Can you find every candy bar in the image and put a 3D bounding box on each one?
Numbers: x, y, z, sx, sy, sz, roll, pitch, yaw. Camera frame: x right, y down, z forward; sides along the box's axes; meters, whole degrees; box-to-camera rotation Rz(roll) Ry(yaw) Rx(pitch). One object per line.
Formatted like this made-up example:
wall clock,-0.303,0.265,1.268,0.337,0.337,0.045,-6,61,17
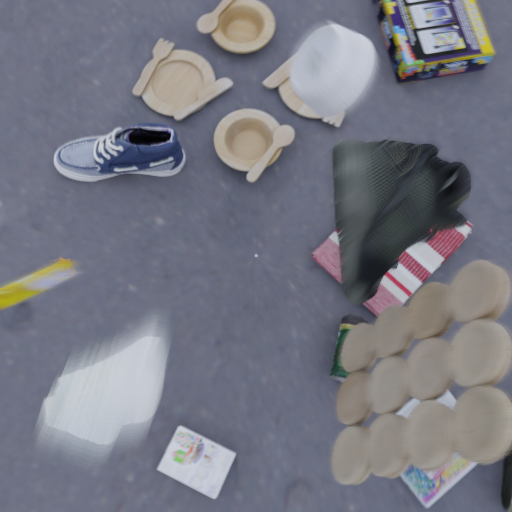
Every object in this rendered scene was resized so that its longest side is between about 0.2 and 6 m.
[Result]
candy bar,-2.336,0.327,5.620,1.106,0.276,0.123,-25,50,-1

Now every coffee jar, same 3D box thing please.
coffee jar,1.605,1.586,9.570,0.483,0.591,1.133,10,74,15

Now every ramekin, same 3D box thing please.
ramekin,0.841,-2.198,6.558,0.483,1.036,1.036,20,70,-35

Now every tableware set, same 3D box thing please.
tableware set,-0.187,-3.481,11.156,4.045,0.469,3.379,39,77,10

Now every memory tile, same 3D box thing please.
memory tile,1.895,1.504,6.840,0.251,2.992,2.293,21,57,-18

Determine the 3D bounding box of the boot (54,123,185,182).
boot,-2.610,-2.014,10.369,2.494,1.127,0.907,-4,73,-1

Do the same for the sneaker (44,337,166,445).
sneaker,-1.815,1.645,6.630,0.928,2.317,0.815,19,45,-30

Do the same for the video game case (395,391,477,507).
video game case,2.925,3.094,9.340,1.540,0.182,1.402,-36,77,-11

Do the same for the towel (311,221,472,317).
towel,2.509,-0.240,10.301,2.515,0.286,1.811,-43,76,-13

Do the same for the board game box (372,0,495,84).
board game box,3.557,-4.765,11.459,1.867,0.640,2.259,-9,74,-5

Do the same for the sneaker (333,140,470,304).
sneaker,1.908,-0.326,7.501,1.716,2.995,1.145,-3,50,6

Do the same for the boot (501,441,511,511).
boot,5.234,3.373,8.911,2.336,0.847,2.123,8,87,10

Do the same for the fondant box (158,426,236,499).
fondant box,-0.963,3.373,9.189,1.053,0.307,0.760,25,75,6
